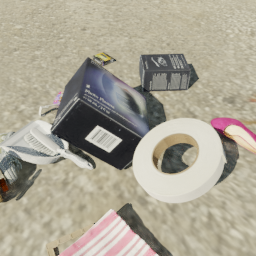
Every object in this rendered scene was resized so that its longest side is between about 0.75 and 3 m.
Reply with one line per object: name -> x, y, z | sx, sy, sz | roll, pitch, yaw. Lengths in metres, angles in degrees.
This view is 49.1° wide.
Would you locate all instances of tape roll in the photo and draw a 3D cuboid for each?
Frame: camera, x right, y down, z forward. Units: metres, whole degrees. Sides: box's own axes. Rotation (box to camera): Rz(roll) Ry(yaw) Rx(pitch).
tape roll -> 1.218, 0.734, 6.942 | 2.284, 0.417, 2.284 | -18, 45, 19

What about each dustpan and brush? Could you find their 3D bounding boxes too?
dustpan and brush -> -2.360, 0.687, 8.972 | 2.728, 0.781, 1.904 | 37, 33, -1

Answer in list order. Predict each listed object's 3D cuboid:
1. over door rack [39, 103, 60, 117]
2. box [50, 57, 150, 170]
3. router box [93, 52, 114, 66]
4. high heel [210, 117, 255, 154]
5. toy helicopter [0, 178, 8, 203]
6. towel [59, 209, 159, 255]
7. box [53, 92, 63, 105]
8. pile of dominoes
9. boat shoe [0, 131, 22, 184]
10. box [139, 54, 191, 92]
over door rack -> -1.961, -0.759, 10.679 | 2.429, 0.809, 1.795 | -26, 47, -26
box -> -0.747, -0.497, 8.779 | 2.537, 1.564, 2.517 | 32, 31, -24
router box -> -1.259, -3.496, 14.179 | 0.699, 0.232, 0.889 | -28, 49, -28
high heel -> 3.771, 0.318, 9.544 | 2.102, 0.708, 1.008 | 28, 37, 11
toy helicopter -> -3.783, 1.372, 7.616 | 0.653, 1.656, 1.095 | -21, 28, -23
towel -> -0.163, 3.202, 6.323 | 2.429, 0.363, 1.778 | 38, 54, 25
box -> -2.714, -1.226, 11.680 | 0.540, 0.154, 0.789 | 6, 42, 7
pile of dominoes -> -1.212, 3.087, 6.864 | 1.386, 0.221, 1.080 | -21, 50, -12
boat shoe -> -3.781, 0.845, 8.879 | 0.713, 0.819, 2.223 | -21, 39, -16
box -> 1.560, -2.473, 12.391 | 2.044, 1.066, 1.513 | -2, 42, -2
